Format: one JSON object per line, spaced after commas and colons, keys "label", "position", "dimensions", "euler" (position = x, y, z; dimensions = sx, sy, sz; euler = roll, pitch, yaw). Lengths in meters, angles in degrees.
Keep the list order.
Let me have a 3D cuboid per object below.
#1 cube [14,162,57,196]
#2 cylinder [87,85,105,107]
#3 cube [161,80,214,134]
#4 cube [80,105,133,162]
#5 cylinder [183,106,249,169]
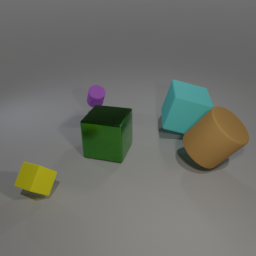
{"label": "cube", "position": [-2.539, 1.403, 7.736], "dimensions": [0.700, 0.700, 0.700], "euler": [7, 72, 32]}
{"label": "cylinder", "position": [-1.336, -1.309, 11.683], "dimensions": [0.700, 0.700, 0.700], "euler": [6, 59, -11]}
{"label": "cube", "position": [2.131, -0.741, 10.415], "dimensions": [1.400, 1.400, 1.400], "euler": [14, 35, -6]}
{"label": "cube", "position": [-0.686, 0.156, 9.666], "dimensions": [1.400, 1.400, 1.400], "euler": [7, 29, 14]}
{"label": "cylinder", "position": [2.643, 0.295, 8.530], "dimensions": [1.400, 1.400, 1.400], "euler": [22, 42, -21]}
